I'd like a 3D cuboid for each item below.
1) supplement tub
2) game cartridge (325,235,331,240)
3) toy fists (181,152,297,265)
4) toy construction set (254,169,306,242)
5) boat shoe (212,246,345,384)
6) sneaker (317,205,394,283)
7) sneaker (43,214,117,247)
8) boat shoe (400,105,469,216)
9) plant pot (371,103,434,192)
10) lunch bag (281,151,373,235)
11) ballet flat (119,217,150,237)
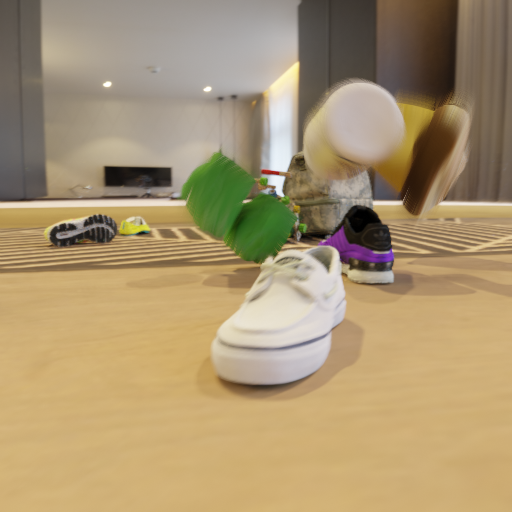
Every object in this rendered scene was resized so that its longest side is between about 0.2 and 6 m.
[{"bbox_3d":[1.583,-2.062,9.723,1.318,1.318,1.818,-1,-5,-9],"label":"supplement tub"},{"bbox_3d":[2.300,-0.482,14.989,0.775,0.157,0.517,-3,10,-22],"label":"game cartridge"},{"bbox_3d":[-0.331,-0.710,9.611,2.316,1.180,0.796,37,-9,-40],"label":"toy fists"},{"bbox_3d":[0.731,-1.255,14.824,1.498,1.950,1.626,10,19,28],"label":"toy construction set"},{"bbox_3d":[0.267,0.389,5.238,0.973,0.884,2.646,2,8,15],"label":"boat shoe"},{"bbox_3d":[1.660,-0.281,9.340,0.817,1.168,2.349,-2,8,-14],"label":"sneaker"},{"bbox_3d":[-4.426,-0.661,14.080,1.918,0.749,0.866,-7,8,-43],"label":"sneaker"},{"bbox_3d":[2.968,-1.537,9.014,0.691,2.126,0.767,-19,54,-20],"label":"boat shoe"},{"bbox_3d":[3.356,-2.216,11.531,1.262,1.431,1.431,12,-15,47],"label":"plant pot"},{"bbox_3d":[2.110,-1.828,16.306,1.952,2.349,2.801,1,5,39],"label":"lunch bag"},{"bbox_3d":[-3.592,-0.899,16.713,0.526,0.528,1.575,2,7,14],"label":"ballet flat"}]
